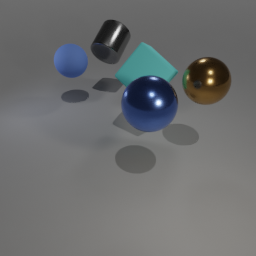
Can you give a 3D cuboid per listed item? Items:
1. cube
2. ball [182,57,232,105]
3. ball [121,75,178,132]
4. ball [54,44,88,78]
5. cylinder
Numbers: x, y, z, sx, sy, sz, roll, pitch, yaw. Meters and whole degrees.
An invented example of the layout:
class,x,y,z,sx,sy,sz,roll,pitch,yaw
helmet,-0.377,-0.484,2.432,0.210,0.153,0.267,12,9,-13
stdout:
class,x,y,z,sx,sy,sz,roll,pitch,yaw
cube,0.663,-1.828,9.442,1.400,1.400,1.400,43,18,4
ball,2.311,-1.379,8.267,1.400,1.400,1.400,0,32,0
ball,0.529,-0.594,6.915,1.400,1.400,1.400,0,32,0
ball,-2.399,-2.825,11.809,1.400,1.400,1.400,0,32,0
cylinder,-0.772,-3.838,12.567,1.400,1.400,1.400,15,69,23
